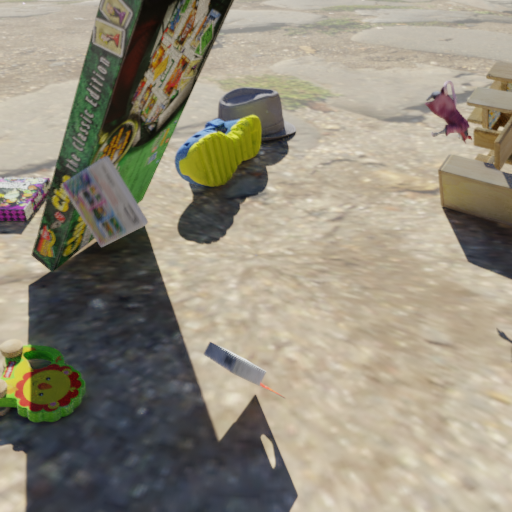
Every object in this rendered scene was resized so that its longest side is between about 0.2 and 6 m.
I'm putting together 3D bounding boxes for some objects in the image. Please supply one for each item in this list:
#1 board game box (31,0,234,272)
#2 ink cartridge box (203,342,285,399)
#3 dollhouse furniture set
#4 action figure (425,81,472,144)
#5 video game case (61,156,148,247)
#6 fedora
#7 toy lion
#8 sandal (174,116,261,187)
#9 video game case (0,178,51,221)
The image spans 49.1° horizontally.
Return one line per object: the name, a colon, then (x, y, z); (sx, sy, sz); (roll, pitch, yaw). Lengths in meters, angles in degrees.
board game box: (-1.832, -1.944, 8.176); (0.571, 4.864, 2.548); (36, 42, 0)
ink cartridge box: (-0.114, 1.282, 6.339); (0.761, 0.191, 0.877); (30, -9, -23)
dollhouse furniture set: (4.810, -1.909, 10.473); (1.684, 2.222, 2.536); (24, 66, 35)
action figure: (3.314, -2.353, 9.386); (1.043, 0.776, 0.698); (48, 50, 1)
video game case: (-1.957, -0.676, 7.214); (0.884, 0.971, 0.115); (-22, 15, 32)
fedora: (-0.099, -3.658, 14.201); (2.249, 1.015, 1.989); (-13, 35, -19)
toy lion: (-2.614, 1.514, 6.756); (1.097, 0.393, 1.144); (3, 32, -9)
sandal: (-0.971, -2.280, 12.075); (1.279, 1.168, 2.939); (9, 26, 22)
video game case: (-5.005, -1.126, 10.908); (1.587, 0.284, 1.439); (1, 33, 1)
